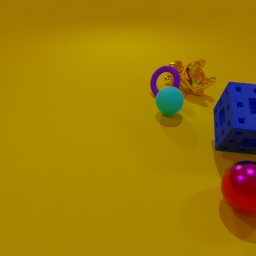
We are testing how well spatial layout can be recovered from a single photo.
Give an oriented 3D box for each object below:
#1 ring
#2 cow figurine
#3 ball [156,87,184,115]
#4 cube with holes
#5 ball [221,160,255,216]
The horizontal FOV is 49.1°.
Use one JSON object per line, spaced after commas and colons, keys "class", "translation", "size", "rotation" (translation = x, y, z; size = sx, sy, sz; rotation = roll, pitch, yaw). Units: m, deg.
{"class": "ring", "translation": [1.331, -1.662, 10.104], "size": [1.206, 1.206, 0.241], "rotation": [31, 12, 34]}
{"class": "cow figurine", "translation": [2.233, -1.874, 10.491], "size": [0.946, 1.695, 1.723], "rotation": [-23, 80, -37]}
{"class": "ball", "translation": [1.361, -0.889, 9.146], "size": [0.921, 0.921, 0.921], "rotation": [0, 38, 0]}
{"class": "cube with holes", "translation": [3.106, -0.213, 7.281], "size": [1.339, 1.339, 1.339], "rotation": [6, 63, 1]}
{"class": "ball", "translation": [2.650, 1.305, 6.141], "size": [1.178, 1.178, 1.178], "rotation": [0, 38, 0]}
